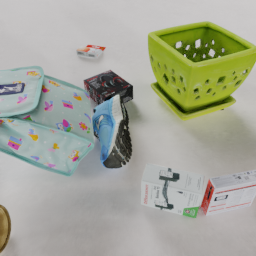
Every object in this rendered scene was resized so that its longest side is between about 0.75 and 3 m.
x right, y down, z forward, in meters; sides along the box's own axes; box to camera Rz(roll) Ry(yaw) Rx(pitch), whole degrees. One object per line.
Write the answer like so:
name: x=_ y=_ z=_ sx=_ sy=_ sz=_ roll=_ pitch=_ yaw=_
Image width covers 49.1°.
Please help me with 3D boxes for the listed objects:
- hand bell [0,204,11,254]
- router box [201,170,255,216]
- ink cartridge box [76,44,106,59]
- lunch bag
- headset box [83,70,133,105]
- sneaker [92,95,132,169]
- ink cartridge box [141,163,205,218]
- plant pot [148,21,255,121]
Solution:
hand bell: x=-3.775 y=2.300 z=6.126 sx=2.041 sy=1.063 sz=1.063 roll=-8 pitch=40 yaw=10
router box: x=2.429 y=1.539 z=6.619 sx=1.231 sy=1.105 sz=0.301 roll=-8 pitch=42 yaw=-10
ink cartridge box: x=-1.739 y=-3.794 z=13.446 sx=1.036 sy=0.320 sz=1.277 roll=12 pitch=45 yaw=14
lunch bag: x=-2.482 y=-0.363 z=7.486 sx=2.872 sy=1.751 sz=2.447 roll=24 pitch=32 yaw=-27
headset box: x=-0.788 y=-1.480 z=10.493 sx=1.252 sy=0.632 sz=1.684 roll=-27 pitch=47 yaw=-24
sneaker: x=-0.638 y=0.183 z=8.509 sx=1.285 sy=1.120 sz=2.857 roll=-17 pitch=36 yaw=11
ink cartridge box: x=1.031 y=1.503 z=6.728 sx=1.400 sy=1.026 sz=0.582 roll=10 pitch=42 yaw=14
plant pot: x=2.330 y=-1.892 z=9.612 sx=2.646 sy=2.413 sz=2.660 roll=-17 pitch=43 yaw=-20
